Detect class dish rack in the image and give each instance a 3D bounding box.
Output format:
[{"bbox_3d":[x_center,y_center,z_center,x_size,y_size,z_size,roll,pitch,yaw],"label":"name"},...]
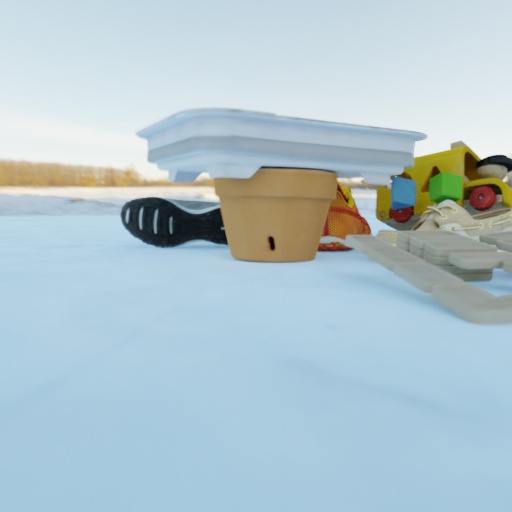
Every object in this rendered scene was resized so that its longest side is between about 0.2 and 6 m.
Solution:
[{"bbox_3d":[0.283,-1.474,8.439,3.724,0.811,3.196,-1,5,-26],"label":"dish rack"}]

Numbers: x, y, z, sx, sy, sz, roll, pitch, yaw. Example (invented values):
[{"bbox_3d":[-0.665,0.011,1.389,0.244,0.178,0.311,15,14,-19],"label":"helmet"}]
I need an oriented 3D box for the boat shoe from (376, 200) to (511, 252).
[{"bbox_3d":[2.804,-0.383,8.233,2.507,0.867,0.924,-1,4,-24],"label":"boat shoe"}]

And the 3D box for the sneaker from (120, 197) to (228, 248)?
[{"bbox_3d":[-1.313,-0.646,10.708,2.505,0.926,0.993,4,10,-9],"label":"sneaker"}]

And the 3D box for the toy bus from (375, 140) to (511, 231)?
[{"bbox_3d":[3.452,-1.191,9.611,2.789,1.441,2.631,5,-13,-3],"label":"toy bus"}]

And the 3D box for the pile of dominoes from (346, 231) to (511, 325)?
[{"bbox_3d":[2.342,0.242,5.356,2.347,0.479,3.011,-1,13,-9],"label":"pile of dominoes"}]

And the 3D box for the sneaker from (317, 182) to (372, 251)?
[{"bbox_3d":[1.653,-0.807,10.932,1.227,1.297,3.363,0,3,12],"label":"sneaker"}]

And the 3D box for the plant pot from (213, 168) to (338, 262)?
[{"bbox_3d":[0.256,-0.592,8.255,1.826,1.278,1.826,3,5,0],"label":"plant pot"}]
